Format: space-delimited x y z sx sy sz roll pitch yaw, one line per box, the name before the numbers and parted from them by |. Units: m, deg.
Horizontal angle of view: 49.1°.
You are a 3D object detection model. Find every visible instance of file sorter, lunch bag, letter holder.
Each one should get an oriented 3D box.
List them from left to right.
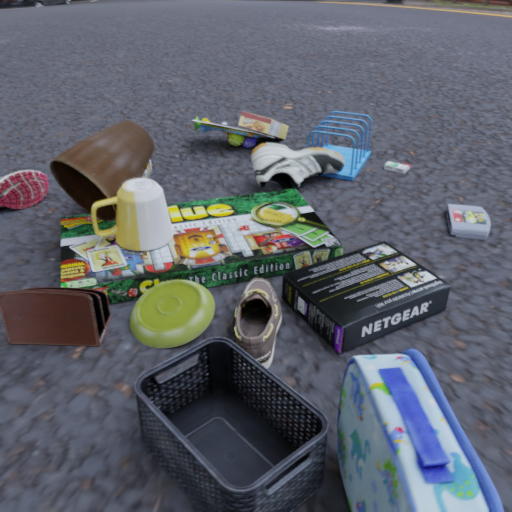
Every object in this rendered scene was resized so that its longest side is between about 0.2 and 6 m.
letter holder | -3.315 0.828 9.264 1.531 1.088 0.770 1 32 2
file sorter | 2.306 -3.108 15.546 1.390 1.229 2.004 12 34 20
lunch bag | 1.603 2.336 5.946 1.019 1.987 2.472 -5 31 -6

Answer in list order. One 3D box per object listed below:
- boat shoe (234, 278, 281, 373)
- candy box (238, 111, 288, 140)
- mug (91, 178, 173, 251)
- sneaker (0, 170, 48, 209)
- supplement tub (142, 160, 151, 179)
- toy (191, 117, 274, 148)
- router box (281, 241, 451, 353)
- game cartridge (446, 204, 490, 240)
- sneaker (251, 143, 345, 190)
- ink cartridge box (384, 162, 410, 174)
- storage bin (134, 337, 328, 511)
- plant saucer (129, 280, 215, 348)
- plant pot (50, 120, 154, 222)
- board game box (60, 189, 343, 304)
boat shoe | 0.021 0.976 9.430 0.792 0.656 2.205 3 32 5
candy box | 0.244 -3.922 16.899 0.979 0.469 1.695 19 12 17
mug | -2.299 -0.806 10.780 1.124 1.152 1.403 24 39 32
sneaker | -6.115 -1.552 13.309 2.296 0.925 0.857 -21 35 -29
supplement tub | -3.371 -1.919 13.517 1.315 1.315 1.818 3 31 5
toy | -0.694 -3.604 16.803 2.431 0.574 1.400 15 13 -1
router box | 1.929 0.640 10.011 2.409 0.615 1.797 -17 35 -25
game cartridge | 4.825 -0.793 12.725 0.883 0.271 1.327 9 33 7
sneaker | 1.095 -2.158 14.406 2.563 1.124 0.970 0 -14 -18
ink cartridge box | 3.975 -2.535 15.623 0.582 0.181 0.723 18 38 26
storage bin | -0.351 2.211 7.063 1.525 1.057 2.255 -25 38 -34
plant saucer | -1.469 0.913 9.599 1.500 0.233 1.500 -7 43 7
plant pot | -2.963 -1.908 11.532 1.667 1.667 1.783 21 61 31
board game box | -1.242 -0.305 11.610 5.387 0.632 2.822 -9 31 -15
